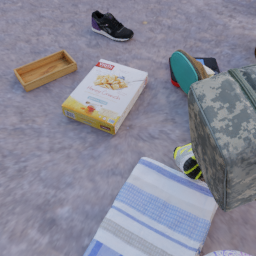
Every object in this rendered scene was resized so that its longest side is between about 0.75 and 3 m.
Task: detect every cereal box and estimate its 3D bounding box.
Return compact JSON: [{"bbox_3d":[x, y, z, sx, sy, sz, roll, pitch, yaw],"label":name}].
[{"bbox_3d":[-0.622,-1.040,8.385,1.703,0.468,2.367,20,55,15],"label":"cereal box"}]

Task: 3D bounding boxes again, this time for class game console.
[{"bbox_3d":[2.182,-1.882,9.190,1.618,0.251,1.431,2,53,1],"label":"game console"}]

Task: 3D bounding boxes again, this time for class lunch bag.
[{"bbox_3d":[2.227,0.119,4.657,2.049,2.442,1.702,-20,51,3],"label":"lunch bag"}]

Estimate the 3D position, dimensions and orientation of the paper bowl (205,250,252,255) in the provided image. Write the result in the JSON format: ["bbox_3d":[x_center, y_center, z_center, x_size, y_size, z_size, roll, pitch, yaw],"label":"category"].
[{"bbox_3d":[1.675,3.215,4.583,2.091,1.088,2.091,8,51,-10],"label":"paper bowl"}]

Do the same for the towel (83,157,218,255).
[{"bbox_3d":[0.594,2.101,6.047,2.172,0.352,2.958,23,56,18],"label":"towel"}]

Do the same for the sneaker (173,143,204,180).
[{"bbox_3d":[2.272,0.464,6.965,2.479,0.935,0.947,-10,27,-21],"label":"sneaker"}]

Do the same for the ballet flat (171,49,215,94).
[{"bbox_3d":[2.249,-1.156,8.115,1.018,0.954,2.814,-14,62,-25],"label":"ballet flat"}]

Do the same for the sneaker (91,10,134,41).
[{"bbox_3d":[-0.620,-3.798,10.331,1.773,0.776,0.672,22,55,16],"label":"sneaker"}]

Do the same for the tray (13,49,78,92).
[{"bbox_3d":[-2.673,-1.901,9.156,1.820,0.337,0.898,-29,57,-21],"label":"tray"}]

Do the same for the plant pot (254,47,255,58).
[{"bbox_3d":[5.186,-2.855,8.945,1.906,1.906,1.887,35,72,24],"label":"plant pot"}]
